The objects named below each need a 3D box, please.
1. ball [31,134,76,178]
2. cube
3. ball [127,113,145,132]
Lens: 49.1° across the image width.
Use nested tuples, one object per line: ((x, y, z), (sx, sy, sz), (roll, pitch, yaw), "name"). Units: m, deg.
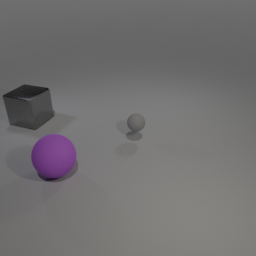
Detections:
((-2.361, 0.890, 8.965), (1.400, 1.400, 1.400), (0, 30, 0), "ball")
((-4.299, -0.950, 12.232), (1.400, 1.400, 1.400), (10, 32, 19), "cube")
((0.313, -0.211, 10.664), (0.700, 0.700, 0.700), (0, 30, 0), "ball")
